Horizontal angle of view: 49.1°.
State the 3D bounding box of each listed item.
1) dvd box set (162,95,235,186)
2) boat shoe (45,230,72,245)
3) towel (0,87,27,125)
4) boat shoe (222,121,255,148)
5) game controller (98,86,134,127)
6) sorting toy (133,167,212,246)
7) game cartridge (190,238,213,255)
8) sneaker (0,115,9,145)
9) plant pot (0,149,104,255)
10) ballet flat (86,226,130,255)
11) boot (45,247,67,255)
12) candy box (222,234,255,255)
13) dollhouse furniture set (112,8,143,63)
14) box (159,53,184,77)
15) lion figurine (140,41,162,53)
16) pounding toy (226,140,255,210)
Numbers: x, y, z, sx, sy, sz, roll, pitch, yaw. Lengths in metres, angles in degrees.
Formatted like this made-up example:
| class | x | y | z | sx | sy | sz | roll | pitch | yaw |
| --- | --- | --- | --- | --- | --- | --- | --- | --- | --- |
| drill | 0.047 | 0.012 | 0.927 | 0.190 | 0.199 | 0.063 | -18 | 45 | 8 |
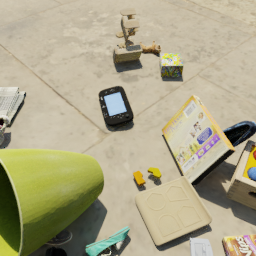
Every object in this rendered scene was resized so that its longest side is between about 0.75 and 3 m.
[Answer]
| class | x | y | z | sx | sy | sz | roll | pitch | yaw |
| --- | --- | --- | --- | --- | --- | --- | --- | --- | --- |
| dvd box set | 2.273 | 0.386 | 9.677 | 0.386 | 1.921 | 2.626 | 16 | 36 | -34 |
| boat shoe | -2.244 | 3.100 | 8.083 | 1.215 | 0.362 | 0.436 | -1 | 47 | 0 |
| towel | -5.660 | -1.005 | 11.920 | 2.194 | 0.379 | 2.113 | 4 | 47 | 2 |
| boat shoe | 3.181 | 0.388 | 9.479 | 0.779 | 2.269 | 0.955 | 5 | 47 | -56 |
| game controller | -0.537 | -0.962 | 11.814 | 1.181 | 0.477 | 2.264 | -10 | 47 | -10 |
| sorting toy | 1.211 | 2.261 | 8.929 | 1.873 | 0.337 | 2.514 | -20 | 49 | -11 |
| game cartridge | 2.053 | 3.557 | 7.797 | 0.614 | 0.186 | 0.921 | 1 | 47 | 6 |
| sneaker | -4.887 | 0.087 | 10.505 | 0.527 | 0.572 | 1.297 | 14 | 77 | -12 |
| plant pot | -2.227 | 1.749 | 7.874 | 2.999 | 2.806 | 2.806 | -10 | 41 | -46 |
| ballet flat | -0.499 | 3.291 | 7.921 | 1.381 | 0.465 | 0.486 | -20 | 74 | -18 |
| boot | -0.937 | 3.812 | 7.021 | 1.749 | 0.880 | 2.339 | -24 | 62 | -12 |
| candy box | 3.358 | 3.407 | 7.807 | 1.265 | 0.357 | 0.738 | -4 | 48 | -2 |
| dollhouse furniture set | -0.246 | -4.574 | 14.286 | 1.389 | 1.961 | 2.134 | -11 | 78 | -12 |
| box | 2.092 | -3.086 | 13.672 | 1.038 | 0.657 | 1.077 | 0 | 48 | 1 |
| lion figurine | 1.146 | -4.275 | 15.003 | 1.311 | 0.475 | 0.803 | -8 | 54 | 11 |
| pounding toy | 4.644 | 1.442 | 8.789 | 2.247 | 1.598 | 2.069 | 22 | 51 | 19 |
